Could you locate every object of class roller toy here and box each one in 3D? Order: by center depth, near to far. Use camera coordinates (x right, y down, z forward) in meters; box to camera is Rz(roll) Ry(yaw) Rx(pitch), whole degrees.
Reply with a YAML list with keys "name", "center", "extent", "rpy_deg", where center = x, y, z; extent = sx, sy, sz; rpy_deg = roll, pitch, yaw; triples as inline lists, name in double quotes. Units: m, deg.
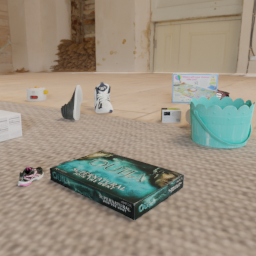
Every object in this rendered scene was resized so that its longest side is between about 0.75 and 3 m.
- name: "roller toy"
  center: [-5.523, -2.081, 16.918]
  extent: [1.219, 0.852, 1.112]
  rpy_deg: [14, 20, 43]

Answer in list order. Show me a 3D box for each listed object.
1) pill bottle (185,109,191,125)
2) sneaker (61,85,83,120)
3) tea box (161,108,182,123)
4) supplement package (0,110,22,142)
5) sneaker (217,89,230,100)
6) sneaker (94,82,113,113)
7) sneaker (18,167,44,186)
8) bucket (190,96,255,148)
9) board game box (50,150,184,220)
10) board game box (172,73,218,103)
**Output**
- name: "pill bottle"
  center: [3.000, -0.520, 10.835]
  extent: [1.559, 0.848, 0.848]
  rpy_deg: [-10, 17, -33]
- name: "sneaker"
  center: [-2.410, -1.083, 11.828]
  extent: [0.802, 1.616, 0.571]
  rpy_deg: [-3, -21, 18]
- name: "tea box"
  center: [1.769, -0.534, 11.549]
  extent: [0.775, 0.518, 0.763]
  rpy_deg: [1, 14, 4]
- name: "supplement package"
  center: [-4.392, -0.036, 9.009]
  extent: [1.132, 0.806, 1.454]
  rpy_deg: [10, 16, 31]
- name: "sneaker"
  center: [5.477, -2.039, 17.218]
  extent: [1.314, 0.860, 2.274]
  rpy_deg: [10, 20, -1]
- name: "sneaker"
  center: [-1.220, -1.519, 13.656]
  extent: [0.849, 1.385, 2.128]
  rpy_deg: [-3, 15, -8]
- name: "sneaker"
  center: [-2.082, 0.974, 6.069]
  extent: [0.304, 0.327, 0.756]
  rpy_deg: [4, 14, 10]
- name: "bucket"
  center: [2.892, -0.227, 8.795]
  extent: [2.007, 1.306, 2.007]
  rpy_deg: [-1, 15, 0]
- name: "board game box"
  center: [-0.267, 1.026, 5.846]
  extent: [2.377, 0.335, 1.608]
  rpy_deg: [12, 19, 39]
- name: "board game box"
  center: [3.782, -2.265, 15.974]
  extent: [2.500, 1.681, 0.428]
  rpy_deg: [3, 15, 9]
